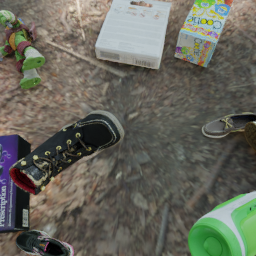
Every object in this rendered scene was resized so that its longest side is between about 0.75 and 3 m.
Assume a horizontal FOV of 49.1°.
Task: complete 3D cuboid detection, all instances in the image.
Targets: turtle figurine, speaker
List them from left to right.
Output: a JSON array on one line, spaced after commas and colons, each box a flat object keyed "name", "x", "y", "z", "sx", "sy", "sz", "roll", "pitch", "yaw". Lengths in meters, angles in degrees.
[{"name": "turtle figurine", "x": -3.615, "y": -2.384, "z": 8.036, "sx": 1.822, "sy": 2.532, "sz": 2.455, "roll": -42, "pitch": 72, "yaw": 18}, {"name": "speaker", "x": 1.781, "y": 1.550, "z": 4.366, "sx": 1.921, "sy": 0.850, "sz": 0.850, "roll": -5, "pitch": 58, "yaw": -42}]

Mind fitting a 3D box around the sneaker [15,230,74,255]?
[{"name": "sneaker", "x": -1.887, "y": 2.613, "z": 6.290, "sx": 1.351, "sy": 0.583, "sz": 0.543, "roll": 10, "pitch": 64, "yaw": 5}]

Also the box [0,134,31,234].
[{"name": "box", "x": -3.155, "y": 1.339, "z": 6.521, "sx": 1.512, "sy": 0.845, "sz": 2.142, "roll": -8, "pitch": 68, "yaw": 3}]

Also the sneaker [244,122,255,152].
[{"name": "sneaker", "x": 4.153, "y": 0.864, "z": 6.924, "sx": 1.237, "sy": 0.924, "sz": 2.756, "roll": -19, "pitch": 69, "yaw": -15}]

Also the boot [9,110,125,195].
[{"name": "boot", "x": -1.130, "y": 0.446, "z": 4.988, "sx": 1.559, "sy": 2.070, "sz": 0.758, "roll": -43, "pitch": 111, "yaw": -37}]

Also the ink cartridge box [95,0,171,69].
[{"name": "ink cartridge box", "x": 0.231, "y": -3.170, "z": 9.092, "sx": 2.015, "sy": 0.627, "sz": 2.504, "roll": 11, "pitch": 60, "yaw": 6}]

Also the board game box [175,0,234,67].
[{"name": "board game box", "x": 2.384, "y": -3.166, "z": 8.740, "sx": 1.093, "sy": 1.112, "sz": 2.121, "roll": 22, "pitch": 66, "yaw": 11}]

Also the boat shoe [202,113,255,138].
[{"name": "boat shoe", "x": 2.797, "y": -0.110, "z": 7.653, "sx": 1.529, "sy": 0.455, "sz": 0.549, "roll": -8, "pitch": 65, "yaw": -4}]
